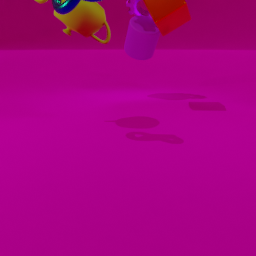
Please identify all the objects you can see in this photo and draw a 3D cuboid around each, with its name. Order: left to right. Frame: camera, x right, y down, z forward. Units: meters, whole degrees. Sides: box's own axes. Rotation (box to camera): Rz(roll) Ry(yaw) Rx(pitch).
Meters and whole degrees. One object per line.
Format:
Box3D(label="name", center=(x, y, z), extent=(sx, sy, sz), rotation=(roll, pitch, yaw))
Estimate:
Box3D(label="knot shape", center=(-1.043, -2.881, 5.185), extent=(1.338, 1.252, 0.618), rotation=(-9, 25, 24))
Box3D(label="teapot", center=(-1.270, -2.727, 6.702), extent=(2.048, 1.003, 1.273), rotation=(34, 13, -6))
Box3D(label="cylinder", center=(0.540, -3.416, 10.639), extent=(1.203, 1.203, 1.203), rotation=(7, 51, -9))
Box3D(label="gear", center=(0.737, -4.501, 10.306), extent=(1.585, 0.293, 1.585), rotation=(15, -19, 5))
Box3D(label="cube", center=(1.187, -3.661, 8.551), extent=(1.031, 1.031, 1.031), rotation=(-28, -14, 16))
